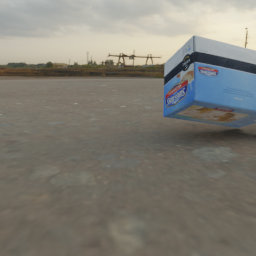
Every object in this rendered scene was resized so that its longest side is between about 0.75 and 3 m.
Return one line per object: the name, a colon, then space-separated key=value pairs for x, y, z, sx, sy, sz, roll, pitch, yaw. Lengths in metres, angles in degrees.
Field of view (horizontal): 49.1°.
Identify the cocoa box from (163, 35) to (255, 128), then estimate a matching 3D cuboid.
cocoa box: x=2.548 y=-1.127 z=7.814 sx=2.686 sy=1.763 sz=1.791 roll=7 pitch=-13 yaw=-17
